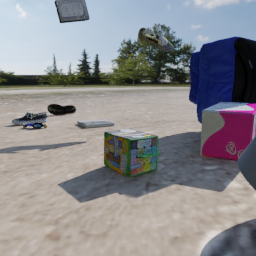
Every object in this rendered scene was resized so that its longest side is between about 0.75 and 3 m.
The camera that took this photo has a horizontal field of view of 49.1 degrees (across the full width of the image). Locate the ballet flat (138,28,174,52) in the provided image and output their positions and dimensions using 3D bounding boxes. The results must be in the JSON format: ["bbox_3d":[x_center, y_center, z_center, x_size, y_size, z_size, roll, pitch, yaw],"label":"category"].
[{"bbox_3d":[1.159,-3.661,11.593,1.626,0.548,0.518,26,-20,5],"label":"ballet flat"}]

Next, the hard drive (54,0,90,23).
[{"bbox_3d":[-2.146,-4.542,10.827,1.198,0.837,0.227,-16,6,-26],"label":"hard drive"}]

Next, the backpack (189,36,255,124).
[{"bbox_3d":[3.413,-1.324,9.588,2.362,2.907,2.440,-5,5,-34],"label":"backpack"}]

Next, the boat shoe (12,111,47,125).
[{"bbox_3d":[-3.918,-0.422,11.198,1.424,0.486,0.526,-7,13,-34],"label":"boat shoe"}]

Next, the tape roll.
[{"bbox_3d":[2.226,0.657,3.643,1.488,0.492,1.488,22,24,-11],"label":"tape roll"}]

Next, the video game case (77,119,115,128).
[{"bbox_3d":[-1.262,-0.185,10.923,1.169,0.134,1.065,-4,11,-27],"label":"video game case"}]

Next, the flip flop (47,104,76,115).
[{"bbox_3d":[-3.266,-0.899,13.804,1.394,0.565,0.401,-4,-5,-26],"label":"flip flop"}]

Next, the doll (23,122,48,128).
[{"bbox_3d":[-3.360,-0.102,10.257,0.858,0.208,0.586,0,12,4],"label":"doll"}]

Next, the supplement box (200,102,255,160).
[{"bbox_3d":[2.706,-0.017,7.246,1.130,1.154,2.233,7,11,28],"label":"supplement box"}]

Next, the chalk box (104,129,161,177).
[{"bbox_3d":[0.130,0.494,5.642,0.750,0.746,1.205,-6,13,-35],"label":"chalk box"}]
